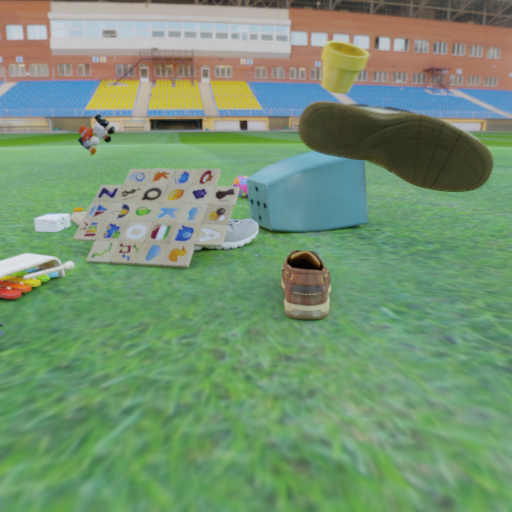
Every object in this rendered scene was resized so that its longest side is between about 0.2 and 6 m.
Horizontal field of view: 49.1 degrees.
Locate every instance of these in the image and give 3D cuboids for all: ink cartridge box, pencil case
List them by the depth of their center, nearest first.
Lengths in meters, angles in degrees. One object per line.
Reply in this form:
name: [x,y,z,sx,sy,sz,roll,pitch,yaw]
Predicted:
ink cartridge box: [-4.982,-0.810,13.714,0.565,0.326,0.774,2,15,7]
pencil case: [0.108,-2.205,18.274,1.771,0.783,0.783,9,17,32]

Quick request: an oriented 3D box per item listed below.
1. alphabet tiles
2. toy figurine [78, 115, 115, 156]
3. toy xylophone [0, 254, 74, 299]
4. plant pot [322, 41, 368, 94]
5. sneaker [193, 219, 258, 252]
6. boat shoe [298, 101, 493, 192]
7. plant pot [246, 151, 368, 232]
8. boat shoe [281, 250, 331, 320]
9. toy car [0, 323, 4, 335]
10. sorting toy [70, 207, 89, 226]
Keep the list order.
alphabet tiles: [-1.983,-0.841,11.214,3.113,0.099,2.591,2,51,15]
toy figurine: [-2.706,-2.038,9.512,0.575,0.400,0.566,-48,2,-27]
toy xylophone: [-3.779,0.340,9.064,1.259,0.432,1.719,9,17,30]
plant pot: [1.877,-4.130,12.389,0.971,0.914,0.971,9,36,-7]
sneaker: [-0.952,-0.628,11.793,2.277,0.933,0.851,-9,17,-30]
boat shoe: [2.029,-1.711,8.172,2.774,0.991,0.912,17,29,13]
plant pot: [1.167,-1.519,13.897,2.540,1.795,1.794,-15,19,-22]
boat shoe: [0.792,0.268,8.679,0.809,0.759,2.248,1,15,3]
toy car: [-3.664,0.855,7.274,0.755,0.596,0.620,25,6,-28]
sorting toy: [-4.157,-1.070,14.962,1.488,0.267,1.997,-13,19,-27]
